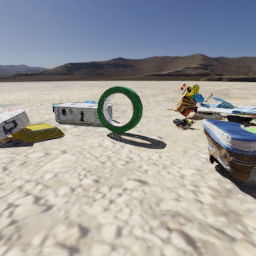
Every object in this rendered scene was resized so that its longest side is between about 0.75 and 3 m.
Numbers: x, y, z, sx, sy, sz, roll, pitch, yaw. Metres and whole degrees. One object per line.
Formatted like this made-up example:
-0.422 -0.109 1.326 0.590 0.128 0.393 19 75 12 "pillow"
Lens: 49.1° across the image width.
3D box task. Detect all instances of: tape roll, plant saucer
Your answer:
-0.287 -0.640 9.703 1.600 1.600 0.385 5 9 21 "tape roll"
-3.021 0.099 9.386 1.339 0.324 1.339 -13 17 -43 "plant saucer"

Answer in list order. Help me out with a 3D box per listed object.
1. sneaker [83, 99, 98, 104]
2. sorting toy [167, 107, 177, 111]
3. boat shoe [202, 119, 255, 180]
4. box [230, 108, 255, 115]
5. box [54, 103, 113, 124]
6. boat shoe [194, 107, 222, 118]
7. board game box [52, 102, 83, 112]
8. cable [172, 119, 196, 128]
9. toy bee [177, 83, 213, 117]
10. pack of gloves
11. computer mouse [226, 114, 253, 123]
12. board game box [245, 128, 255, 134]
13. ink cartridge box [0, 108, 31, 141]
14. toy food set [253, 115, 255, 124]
-1.733 -0.932 13.723 0.788 0.662 2.010 -27 26 -25 "sneaker"
2.907 -1.042 14.935 1.645 0.224 0.926 3 12 13 "sorting toy"
2.162 0.391 6.322 0.953 0.955 2.639 7 11 7 "boat shoe"
5.835 -0.877 14.023 1.203 0.297 0.960 8 13 33 "box"
-1.907 -0.673 12.153 2.210 0.664 1.289 3 13 18 "box"
3.638 -0.737 12.855 1.398 0.496 0.504 12 17 44 "boat shoe"
-3.015 -1.180 15.376 2.207 0.311 1.493 -3 13 -15 "board game box"
2.040 -0.153 11.014 0.700 0.363 1.441 -21 5 -14 "cable"
2.972 -1.464 13.798 1.423 1.713 2.617 44 22 13 "toy bee"
4.645 -1.035 12.470 2.929 0.578 2.461 5 11 15 "pack of gloves"
4.503 -0.341 11.568 0.881 0.335 1.272 9 4 44 "computer mouse"
4.213 0.150 9.370 1.397 0.209 0.667 -2 11 -10 "board game box"
-3.941 -0.118 9.022 0.906 0.528 1.252 12 37 45 "ink cartridge box"
5.766 -0.232 10.504 2.018 0.491 1.997 -4 13 -17 "toy food set"
